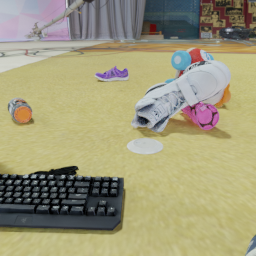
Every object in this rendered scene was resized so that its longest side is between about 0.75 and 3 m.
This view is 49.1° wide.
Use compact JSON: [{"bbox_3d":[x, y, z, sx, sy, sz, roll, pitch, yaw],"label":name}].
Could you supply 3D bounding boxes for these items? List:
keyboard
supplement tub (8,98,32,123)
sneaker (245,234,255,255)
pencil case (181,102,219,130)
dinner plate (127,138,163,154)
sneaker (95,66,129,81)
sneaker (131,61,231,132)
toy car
[{"bbox_3d":[-1.477,1.037,4.777,2.798,0.359,1.680,2,19,2],"label":"keyboard"},{"bbox_3d":[-3.259,-0.528,8.480,0.607,0.607,0.990,-12,25,-29],"label":"supplement tub"},{"bbox_3d":[2.263,1.678,2.456,1.177,0.879,2.623,-12,18,-30],"label":"sneaker"},{"bbox_3d":[2.023,-0.599,8.353,0.799,0.825,1.761,-22,23,-3],"label":"pencil case"},{"bbox_3d":[0.413,0.402,6.793,0.879,0.107,0.879,-1,20,0],"label":"dinner plate"},{"bbox_3d":[-0.822,-2.752,14.074,1.724,0.719,0.695,-5,22,-12],"label":"sneaker"},{"bbox_3d":[1.276,-0.732,7.441,2.807,1.055,1.613,-18,24,46],"label":"sneaker"},{"bbox_3d":[2.797,-1.660,9.977,2.190,1.937,2.018,33,29,35],"label":"toy car"}]
